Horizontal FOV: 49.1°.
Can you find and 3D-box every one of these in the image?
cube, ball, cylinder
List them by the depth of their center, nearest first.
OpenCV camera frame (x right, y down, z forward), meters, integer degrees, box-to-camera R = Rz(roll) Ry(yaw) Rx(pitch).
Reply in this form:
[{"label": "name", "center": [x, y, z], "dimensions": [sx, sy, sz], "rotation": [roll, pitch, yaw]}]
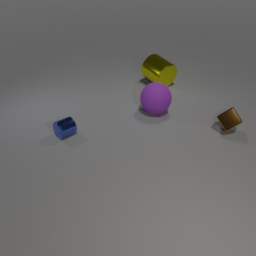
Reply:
[{"label": "cylinder", "center": [-2.506, -0.020, 11.124], "dimensions": [0.700, 0.700, 0.700], "rotation": [-27, 41, -35]}, {"label": "cube", "center": [4.077, -0.366, 11.211], "dimensions": [0.700, 0.700, 0.700], "rotation": [-33, -7, 24]}, {"label": "ball", "center": [1.242, -1.322, 12.453], "dimensions": [1.400, 1.400, 1.400], "rotation": [0, 32, 0]}, {"label": "cylinder", "center": [1.669, -3.063, 15.054], "dimensions": [1.400, 1.400, 1.400], "rotation": [-23, 50, -31]}]
